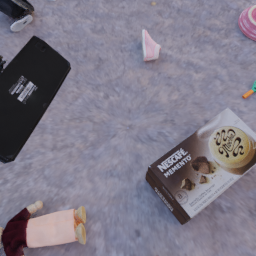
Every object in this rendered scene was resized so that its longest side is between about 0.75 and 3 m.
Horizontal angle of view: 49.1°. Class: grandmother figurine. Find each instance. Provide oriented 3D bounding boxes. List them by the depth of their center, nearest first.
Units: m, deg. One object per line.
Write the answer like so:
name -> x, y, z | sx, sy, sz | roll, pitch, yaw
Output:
grandmother figurine -> -2.306, 2.498, 6.560 | 2.565, 0.777, 1.555 | -7, 36, 0

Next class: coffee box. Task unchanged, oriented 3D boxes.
coffee box -> 1.963, 0.941, 7.092 | 2.718, 1.085, 1.536 | -33, 68, -15

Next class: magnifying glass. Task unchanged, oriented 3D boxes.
magnifying glass -> 3.941, -1.205, 8.731 | 0.989, 0.111, 0.394 | -34, 68, -15

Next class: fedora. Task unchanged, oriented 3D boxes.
fedora -> -4.175, -4.408, 9.838 | 1.731, 1.731, 0.790 | 43, 104, 19

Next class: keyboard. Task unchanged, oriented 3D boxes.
keyboard -> -2.337, -0.768, 5.666 | 1.506, 0.573, 2.894 | 41, 47, -25

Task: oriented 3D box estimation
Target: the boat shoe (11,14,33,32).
boat shoe -> -3.817, -3.751, 9.901 | 0.306, 0.323, 0.923 | 32, 66, 21

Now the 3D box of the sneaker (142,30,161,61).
sneaker -> 0.770, -2.762, 9.330 | 0.611, 0.440, 1.168 | -4, 68, 0

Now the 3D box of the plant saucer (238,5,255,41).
plant saucer -> 4.791, -3.757, 9.834 | 1.696, 0.430, 1.696 | 0, 63, -1
